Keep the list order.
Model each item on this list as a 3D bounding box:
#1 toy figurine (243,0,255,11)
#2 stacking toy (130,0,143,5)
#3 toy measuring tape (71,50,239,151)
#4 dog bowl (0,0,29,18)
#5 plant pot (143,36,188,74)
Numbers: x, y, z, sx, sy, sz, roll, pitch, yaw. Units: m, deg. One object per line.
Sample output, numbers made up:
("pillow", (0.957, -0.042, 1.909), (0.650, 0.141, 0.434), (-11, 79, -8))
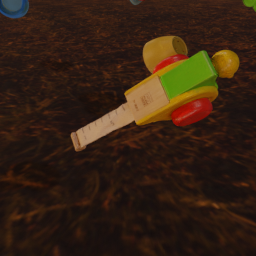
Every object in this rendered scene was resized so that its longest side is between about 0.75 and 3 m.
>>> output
("toy figurine", (2.867, -2.622, 5.593), (0.754, 0.615, 0.820), (-23, 34, -32))
("stacking toy", (0.778, -4.804, 8.973), (1.156, 1.093, 1.992), (-51, 32, -15))
("toy measuring tape", (0.336, -0.276, 3.863), (2.507, 0.922, 0.922), (-29, 18, 29))
("dog bowl", (-2.183, -2.664, 5.288), (0.610, 1.094, 0.271), (3, 44, -19))
("plant pot", (1.114, -2.013, 7.599), (1.166, 1.166, 0.828), (-29, 5, -40))
